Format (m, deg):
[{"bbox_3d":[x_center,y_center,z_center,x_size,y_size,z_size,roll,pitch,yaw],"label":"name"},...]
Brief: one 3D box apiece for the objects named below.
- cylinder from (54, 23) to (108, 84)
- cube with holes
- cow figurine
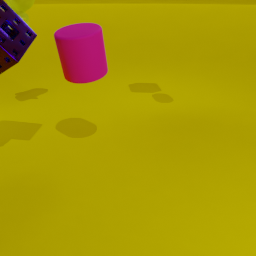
[{"bbox_3d":[-1.023,-1.681,6.266,1.033,1.033,1.033,-4,37,3],"label":"cylinder"},{"bbox_3d":[-2.728,-1.827,5.823,0.967,0.967,0.967,-17,42,34],"label":"cube with holes"},{"bbox_3d":[-3.015,-3.662,8.087,1.733,1.706,0.951,-45,57,-11],"label":"cow figurine"}]
